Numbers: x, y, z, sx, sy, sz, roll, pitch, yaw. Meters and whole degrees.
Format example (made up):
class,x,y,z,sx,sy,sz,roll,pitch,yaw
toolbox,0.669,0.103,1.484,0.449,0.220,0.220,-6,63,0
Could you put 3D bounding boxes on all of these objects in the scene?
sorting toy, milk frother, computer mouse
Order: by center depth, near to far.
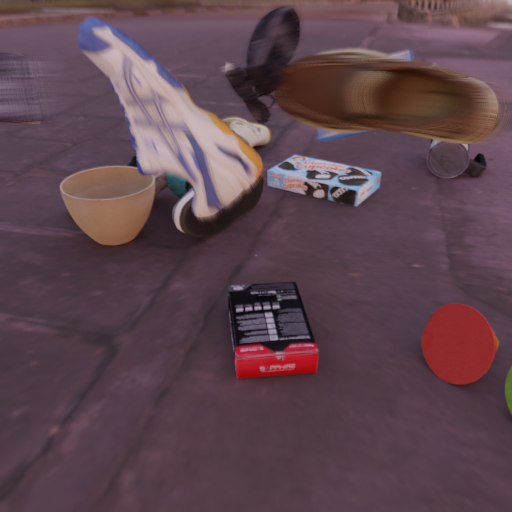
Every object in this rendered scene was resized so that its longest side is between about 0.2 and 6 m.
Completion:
class,x,y,z,sx,sy,sz,roll,pitch,yaw
sorting toy,3.699,1.602,7.021,1.109,1.117,3.222,7,16,-42
computer mouse,0.095,-2.978,8.374,0.453,1.190,1.718,19,77,32
milk frother,5.318,-3.028,14.408,1.560,1.729,1.626,12,31,14

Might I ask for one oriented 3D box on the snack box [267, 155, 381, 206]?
class,x,y,z,sx,sy,sz,roll,pitch,yaw
snack box,1.638,-1.864,13.584,2.388,0.443,1.387,17,33,28

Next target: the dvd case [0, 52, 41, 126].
class,x,y,z,sx,sy,sz,roll,pitch,yaw
dvd case,-3.680,-2.211,7.122,1.640,0.131,1.220,-2,60,-34

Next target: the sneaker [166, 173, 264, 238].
class,x,y,z,sx,sy,sz,roll,pitch,yaw
sneaker,-1.272,-1.378,11.805,1.794,1.243,2.972,20,26,23

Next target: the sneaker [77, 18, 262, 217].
class,x,y,z,sx,sy,sz,roll,pitch,yaw
sneaker,-1.519,-1.971,8.346,3.352,1.477,1.262,43,10,-8

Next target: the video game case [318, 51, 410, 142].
class,x,y,z,sx,sy,sz,roll,pitch,yaw
video game case,2.373,-3.499,12.387,2.173,1.555,0.193,-7,-2,19

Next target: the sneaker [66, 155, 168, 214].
class,x,y,z,sx,sy,sz,roll,pitch,yaw
sneaker,-2.896,-1.459,12.428,2.654,1.052,0.981,-26,43,-11

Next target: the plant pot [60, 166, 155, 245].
class,x,y,z,sx,sy,sz,roll,pitch,yaw
plant pot,-2.854,-0.912,11.066,1.777,1.193,1.777,0,28,0

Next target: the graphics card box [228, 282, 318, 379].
class,x,y,z,sx,sy,sz,roll,pitch,yaw
graphics card box,0.188,1.038,8.270,1.134,0.460,1.808,-4,30,-6

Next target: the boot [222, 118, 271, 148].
class,x,y,z,sx,sy,sz,roll,pitch,yaw
boot,-0.721,-3.467,16.294,1.903,0.686,1.472,19,35,28

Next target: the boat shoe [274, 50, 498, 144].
class,x,y,z,sx,sy,sz,roll,pitch,yaw
boat shoe,1.681,-2.404,8.104,3.396,1.254,1.256,12,11,26
